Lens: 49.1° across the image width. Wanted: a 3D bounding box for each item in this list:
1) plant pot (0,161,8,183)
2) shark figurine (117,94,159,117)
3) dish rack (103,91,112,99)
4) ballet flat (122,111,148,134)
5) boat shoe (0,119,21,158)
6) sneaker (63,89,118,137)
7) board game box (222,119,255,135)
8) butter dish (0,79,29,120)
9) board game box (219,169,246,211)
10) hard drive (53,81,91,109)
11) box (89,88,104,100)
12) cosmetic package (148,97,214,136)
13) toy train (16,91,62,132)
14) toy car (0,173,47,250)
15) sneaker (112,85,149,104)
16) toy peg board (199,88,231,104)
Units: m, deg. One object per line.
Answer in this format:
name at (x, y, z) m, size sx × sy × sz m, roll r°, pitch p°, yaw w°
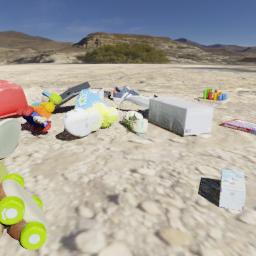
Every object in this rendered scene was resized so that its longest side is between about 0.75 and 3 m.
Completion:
plant pot at (-2.963, 1.001, 4.419) m, size 1.738 × 1.738 × 1.858 m, roll 13°, pitch 7°, yaw 38°
shark figurine at (0.553, -0.933, 12.235) m, size 2.373 × 0.990 × 1.418 m, roll 13°, pitch -15°, yaw 16°
dish rack at (-1.662, -1.873, 16.164) m, size 1.028 × 0.366 × 1.340 m, roll 8°, pitch 18°, yaw 29°
ballet flat at (0.240, -0.314, 10.302) m, size 0.666 × 0.666 × 1.918 m, roll -6°, pitch 17°, yaw -19°
boat shoe at (-3.644, 0.416, 7.036) m, size 0.883 × 1.045 × 2.933 m, roll 5°, pitch 19°, yaw 3°
sneaker at (-1.490, -0.571, 9.347) m, size 1.459 × 1.052 × 2.778 m, roll 44°, pitch 19°, yaw 15°
board game box at (4.433, -0.028, 10.150) m, size 0.921 × 0.174 × 1.789 m, roll -11°, pitch 19°, yaw -36°
butter dish at (-5.617, -1.426, 11.758) m, size 2.640 × 1.951 × 2.633 m, roll 9°, pitch 18°, yaw 30°
board game box at (2.030, 1.193, 5.478) m, size 0.435 × 0.427 × 0.829 m, roll 6°, pitch 17°, yaw 18°
hard drive at (-2.798, -1.299, 12.249) m, size 2.127 × 0.350 × 1.484 m, roll -25°, pitch 9°, yaw 27°
box at (-1.495, -1.070, 12.094) m, size 0.573 × 1.112 × 1.907 m, roll 4°, pitch 15°, yaw 4°
cosmetic package at (1.855, -0.490, 10.261) m, size 1.238 × 1.045 × 2.317 m, roll -5°, pitch 14°, yaw -30°
toy train at (-2.673, -0.635, 9.275) m, size 2.292 × 0.970 × 1.326 m, roll 5°, pitch 54°, yaw 53°
toy car at (-1.994, 1.490, 4.190) m, size 1.305 × 1.030 × 1.072 m, roll -34°, pitch 21°, yaw -10°
sneaker at (0.132, -1.854, 15.111) m, size 2.140 × 0.904 × 0.802 m, roll 7°, pitch 17°, yaw 21°
toy peg board at (4.786, -1.792, 15.354) m, size 1.323 × 0.650 × 1.329 m, roll 12°, pitch 20°, yaw 35°
